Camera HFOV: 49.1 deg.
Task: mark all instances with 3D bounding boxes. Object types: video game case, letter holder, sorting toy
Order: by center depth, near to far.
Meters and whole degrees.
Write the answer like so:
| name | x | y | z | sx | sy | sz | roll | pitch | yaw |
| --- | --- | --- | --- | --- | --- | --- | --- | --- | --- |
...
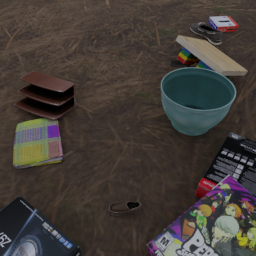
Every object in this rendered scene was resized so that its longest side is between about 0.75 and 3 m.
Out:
| name | x | y | z | sx | sy | sz | roll | pitch | yaw |
| --- | --- | --- | --- | --- | --- | --- | --- | --- | --- |
| video game case | 2.331 | 2.841 | 5.903 | 2.679 | 0.529 | 2.955 | -34 | 56 | -16 |
| letter holder | -3.051 | -1.177 | 10.078 | 1.914 | 0.963 | 1.361 | 19 | 37 | 19 |
| sorting toy | 3.235 | -2.638 | 11.272 | 2.356 | 0.825 | 2.370 | -12 | 51 | -47 |

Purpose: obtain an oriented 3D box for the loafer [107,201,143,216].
| name | x | y | z | sx | sy | sz | roll | pitch | yaw |
| --- | --- | --- | --- | --- | --- | --- | --- | --- | --- |
| loafer | -0.073 | 2.043 | 7.322 | 0.938 | 0.333 | 0.343 | -5 | 44 | -5 |

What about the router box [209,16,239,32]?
| name | x | y | z | sx | sy | sz | roll | pitch | yaw |
| --- | --- | --- | --- | --- | --- | --- | --- | --- | --- |
| router box | 5.268 | -5.755 | 15.494 | 1.196 | 0.326 | 1.333 | -5 | 44 | -5 |

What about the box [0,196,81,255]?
| name | x | y | z | sx | sy | sz | roll | pitch | yaw |
| --- | --- | --- | --- | --- | --- | --- | --- | --- | --- |
| box | -2.470 | 2.828 | 6.393 | 2.211 | 0.481 | 1.771 | 29 | 51 | 27 |

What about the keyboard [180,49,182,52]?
| name | x | y | z | sx | sy | sz | roll | pitch | yaw |
| --- | --- | --- | --- | --- | --- | --- | --- | --- | --- |
| keyboard | 3.157 | -3.701 | 13.492 | 1.319 | 0.136 | 0.838 | 3 | 50 | 2 |

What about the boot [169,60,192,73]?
| name | x | y | z | sx | sy | sz | roll | pitch | yaw |
| --- | --- | --- | --- | --- | --- | --- | --- | --- | --- |
| boot | 2.121 | -2.307 | 11.647 | 0.890 | 0.913 | 2.419 | 8 | 26 | 17 |

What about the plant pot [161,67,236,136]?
| name | x | y | z | sx | sy | sz | roll | pitch | yaw |
| --- | --- | --- | --- | --- | --- | --- | --- | --- | --- |
| plant pot | 2.207 | -0.746 | 9.359 | 2.330 | 1.561 | 2.330 | 0 | 44 | 0 |

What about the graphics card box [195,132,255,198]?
| name | x | y | z | sx | sy | sz | roll | pitch | yaw |
| --- | --- | --- | --- | --- | --- | --- | --- | --- | --- |
| graphics card box | 3.126 | 1.267 | 7.925 | 1.536 | 0.623 | 2.448 | 24 | 50 | 24 |

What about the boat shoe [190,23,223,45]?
| name | x | y | z | sx | sy | sz | roll | pitch | yaw |
| --- | --- | --- | --- | --- | --- | --- | --- | --- | --- |
| boat shoe | 4.117 | -5.114 | 14.582 | 0.770 | 0.657 | 2.304 | -19 | 47 | -19 |

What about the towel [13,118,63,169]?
| name | x | y | z | sx | sy | sz | roll | pitch | yaw |
| --- | --- | --- | --- | --- | --- | --- | --- | --- | --- |
| towel | -2.931 | 0.436 | 9.091 | 1.480 | 0.235 | 2.061 | -11 | 44 | -10 |
